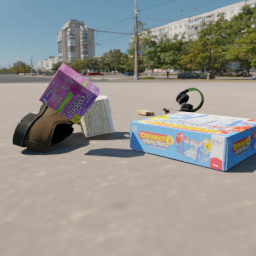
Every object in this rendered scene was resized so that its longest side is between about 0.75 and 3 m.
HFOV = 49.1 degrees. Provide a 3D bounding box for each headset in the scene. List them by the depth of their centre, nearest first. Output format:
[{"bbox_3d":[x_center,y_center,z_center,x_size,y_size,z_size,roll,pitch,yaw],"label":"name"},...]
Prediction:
[{"bbox_3d":[2.230,-1.014,11.313,1.632,1.008,0.767,-28,-27,26],"label":"headset"}]

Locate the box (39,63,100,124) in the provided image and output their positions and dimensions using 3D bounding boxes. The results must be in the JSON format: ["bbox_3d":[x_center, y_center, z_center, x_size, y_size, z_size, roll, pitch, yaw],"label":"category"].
[{"bbox_3d":[-1.234,-0.719,5.979,0.961,0.845,0.465,34,24,-17],"label":"box"}]

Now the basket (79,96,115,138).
[{"bbox_3d":[-0.925,-0.337,7.725,0.808,1.004,0.995,-12,11,-15],"label":"basket"}]

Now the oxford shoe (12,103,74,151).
[{"bbox_3d":[-1.830,-0.118,7.125,1.067,0.918,2.527,19,30,-1],"label":"oxford shoe"}]

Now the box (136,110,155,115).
[{"bbox_3d":[0.702,-0.652,11.687,0.454,0.158,0.762,1,11,-34],"label":"box"}]

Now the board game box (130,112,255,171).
[{"bbox_3d":[1.631,0.156,6.453,2.316,0.647,2.268,10,14,41],"label":"board game box"}]

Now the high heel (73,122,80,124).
[{"bbox_3d":[-1.634,-0.349,9.710,1.739,0.586,0.836,24,-18,23],"label":"high heel"}]
